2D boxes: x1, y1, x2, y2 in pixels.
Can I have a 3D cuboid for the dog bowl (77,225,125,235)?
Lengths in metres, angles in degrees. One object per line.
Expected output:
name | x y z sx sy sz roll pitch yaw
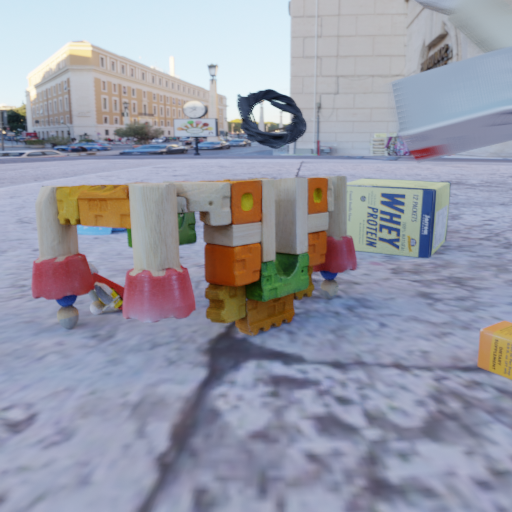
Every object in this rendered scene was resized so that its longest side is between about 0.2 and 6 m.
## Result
dog bowl | -2.734 -0.874 12.068 2.409 0.597 1.343 -4 14 -15

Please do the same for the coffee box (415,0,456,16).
coffee box | 3.625 -4.735 10.337 1.252 0.499 0.716 36 25 30

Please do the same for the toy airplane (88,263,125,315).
toy airplane | -1.795 0.419 6.466 0.726 0.515 0.729 18 -14 21

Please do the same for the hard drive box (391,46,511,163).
hard drive box | 2.723 -1.825 6.766 1.853 0.711 1.444 -11 -8 24

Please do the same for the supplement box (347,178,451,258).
supplement box | 2.509 -0.755 10.224 1.718 1.153 1.716 6 14 26

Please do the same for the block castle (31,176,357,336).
block castle | -0.524 -0.072 6.385 2.269 1.593 3.395 5 10 40

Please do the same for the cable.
cable | 0.358 -2.854 11.821 1.435 0.447 1.759 -2 52 -22

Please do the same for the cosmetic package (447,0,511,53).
cosmetic package | 3.535 -3.307 8.218 1.417 0.504 0.745 45 13 4

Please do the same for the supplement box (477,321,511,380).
supplement box | 2.453 0.897 4.611 0.405 0.392 1.178 -10 15 -35
